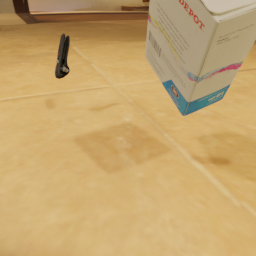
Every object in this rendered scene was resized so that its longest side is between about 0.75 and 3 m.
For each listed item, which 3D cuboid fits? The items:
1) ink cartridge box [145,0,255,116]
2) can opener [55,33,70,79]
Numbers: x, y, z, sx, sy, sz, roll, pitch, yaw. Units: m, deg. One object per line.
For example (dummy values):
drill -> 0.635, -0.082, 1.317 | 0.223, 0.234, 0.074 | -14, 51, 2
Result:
ink cartridge box -> 1.197, -1.692, 5.028 | 1.071, 2.531, 1.829 | -23, 66, -10
can opener -> -2.035, -2.206, 8.641 | 0.544, 1.384, 0.439 | 12, 8, 24
